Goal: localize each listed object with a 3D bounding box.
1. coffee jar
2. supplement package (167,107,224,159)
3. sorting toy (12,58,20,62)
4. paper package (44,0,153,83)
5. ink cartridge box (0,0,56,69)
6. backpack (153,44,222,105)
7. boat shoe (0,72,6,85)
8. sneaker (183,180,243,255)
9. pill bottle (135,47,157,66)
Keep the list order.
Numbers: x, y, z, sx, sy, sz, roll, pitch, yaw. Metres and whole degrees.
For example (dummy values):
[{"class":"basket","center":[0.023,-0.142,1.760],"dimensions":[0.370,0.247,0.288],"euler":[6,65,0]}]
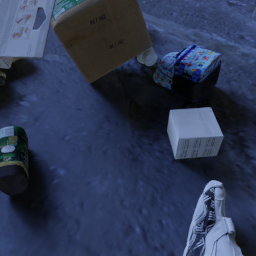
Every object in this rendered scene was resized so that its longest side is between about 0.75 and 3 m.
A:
[{"class":"coffee jar","center":[-2.738,0.748,6.658],"dimensions":[0.675,0.825,1.581],"euler":[-8,47,-11]},{"class":"supplement package","center":[1.687,0.129,7.253],"dimensions":[1.104,0.812,1.056],"euler":[-4,46,-4]},{"class":"sorting toy","center":[-5.147,-2.670,10.281],"dimensions":[2.313,0.456,2.498],"euler":[-32,49,-27]},{"class":"paper package","center":[-0.845,-3.167,8.907],"dimensions":[2.624,2.501,1.357],"euler":[-31,51,0]},{"class":"ink cartridge box","center":[-1.411,-1.291,3.489],"dimensions":[1.019,0.259,1.156],"euler":[4,69,4]},{"class":"backpack","center":[1.797,-1.867,8.901],"dimensions":[1.861,1.252,1.699],"euler":[32,54,28]},{"class":"boat shoe","center":[-5.082,-1.278,8.662],"dimensions":[2.497,0.892,0.820],"euler":[-8,80,-27]},{"class":"sneaker","center":[1.829,2.287,5.095],"dimensions":[1.508,0.986,2.623],"euler":[16,53,14]},{"class":"pill bottle","center":[0.515,-2.773,10.151],"dimensions":[0.690,0.690,1.244],"euler":[-21,50,-19]}]
